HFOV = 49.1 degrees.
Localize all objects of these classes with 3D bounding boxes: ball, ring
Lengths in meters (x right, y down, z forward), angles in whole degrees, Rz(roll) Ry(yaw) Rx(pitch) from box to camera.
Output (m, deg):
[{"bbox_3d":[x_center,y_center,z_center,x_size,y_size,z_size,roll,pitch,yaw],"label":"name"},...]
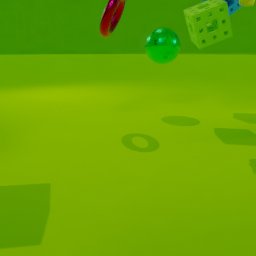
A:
[{"bbox_3d":[1.095,-2.583,8.822,1.112,1.112,1.112,0,16,0],"label":"ball"},{"bbox_3d":[-0.374,-2.881,7.083,0.246,1.229,1.229,27,18,0],"label":"ring"}]

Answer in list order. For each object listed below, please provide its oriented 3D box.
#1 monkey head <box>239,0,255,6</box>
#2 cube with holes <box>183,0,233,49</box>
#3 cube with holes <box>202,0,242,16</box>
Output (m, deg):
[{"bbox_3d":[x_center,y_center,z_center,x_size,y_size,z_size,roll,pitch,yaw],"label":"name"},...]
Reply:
[{"bbox_3d":[3.508,-3.799,7.457,1.784,1.283,1.075,0,41,-10],"label":"monkey head"},{"bbox_3d":[2.118,-2.801,7.468,0.889,0.889,0.889,-20,31,8],"label":"cube with holes"},{"bbox_3d":[3.126,-4.303,9.385,0.871,0.871,0.871,-37,39,1],"label":"cube with holes"}]
